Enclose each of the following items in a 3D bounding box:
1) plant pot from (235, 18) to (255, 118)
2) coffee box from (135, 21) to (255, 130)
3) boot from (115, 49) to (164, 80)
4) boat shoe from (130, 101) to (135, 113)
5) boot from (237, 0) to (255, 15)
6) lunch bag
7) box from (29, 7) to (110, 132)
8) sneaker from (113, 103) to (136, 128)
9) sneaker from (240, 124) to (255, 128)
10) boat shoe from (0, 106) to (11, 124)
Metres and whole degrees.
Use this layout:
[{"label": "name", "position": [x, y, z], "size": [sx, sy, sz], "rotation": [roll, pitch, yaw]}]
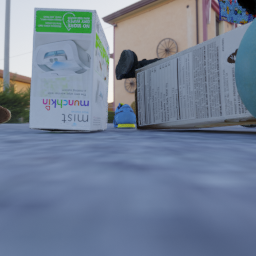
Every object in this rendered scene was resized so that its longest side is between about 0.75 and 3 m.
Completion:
[{"label": "plant pot", "position": [1.720, -0.511, 2.300], "size": [1.362, 1.362, 0.917], "rotation": [0, 14, 1]}, {"label": "coffee box", "position": [1.477, -0.582, 4.053], "size": [1.554, 1.083, 2.718], "rotation": [0, -3, -32]}, {"label": "boot", "position": [0.677, -1.738, 7.682], "size": [1.814, 0.595, 1.495], "rotation": [-4, -3, -15]}, {"label": "boat shoe", "position": [1.420, -0.482, 10.086], "size": [2.701, 0.956, 0.936], "rotation": [9, 2, 10]}, {"label": "boot", "position": [3.109, -3.255, 6.203], "size": [1.513, 1.846, 0.683], "rotation": [-24, -45, 7]}, {"label": "lunch bag", "position": [3.251, -3.309, 7.267], "size": [1.416, 0.666, 1.066], "rotation": [-31, 38, -12]}, {"label": "box", "position": [-0.754, -0.722, 4.283], "size": [0.843, 1.539, 1.744], "rotation": [3, 2, 2]}, {"label": "sneaker", "position": [-0.091, -0.308, 7.207], "size": [0.539, 0.641, 1.635], "rotation": [-2, 0, -6]}, {"label": "sneaker", "position": [3.690, -0.338, 7.064], "size": [0.982, 0.934, 2.478], "rotation": [13, 1, -36]}, {"label": "boat shoe", "position": [-6.045, -0.499, 11.639], "size": [2.398, 0.886, 0.887], "rotation": [0, -5, -6]}]
